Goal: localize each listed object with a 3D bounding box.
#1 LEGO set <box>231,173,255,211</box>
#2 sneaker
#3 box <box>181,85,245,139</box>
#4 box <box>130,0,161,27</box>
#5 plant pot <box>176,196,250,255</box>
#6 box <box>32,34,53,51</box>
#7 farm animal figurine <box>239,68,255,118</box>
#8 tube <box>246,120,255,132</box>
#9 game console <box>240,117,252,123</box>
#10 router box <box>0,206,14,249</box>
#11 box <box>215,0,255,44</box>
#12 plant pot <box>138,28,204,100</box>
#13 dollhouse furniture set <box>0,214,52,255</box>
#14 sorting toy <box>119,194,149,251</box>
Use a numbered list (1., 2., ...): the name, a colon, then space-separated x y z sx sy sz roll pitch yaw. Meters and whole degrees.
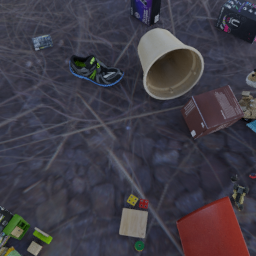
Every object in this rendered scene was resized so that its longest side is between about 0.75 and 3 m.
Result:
1. LEGO set: 4.416 1.804 8.165 2.749 0.779 1.785 9 67 18
2. sneaker: -1.224 -2.181 10.409 2.155 0.893 0.764 17 62 10
3. box: 2.700 -0.499 9.088 1.393 1.156 1.144 -18 75 -15
4. box: 0.746 -5.396 11.851 0.680 1.724 1.217 -39 67 -21
5. plant pot: 2.053 2.839 7.104 1.398 1.586 1.585 -14 59 5
6. box: -3.550 -3.558 11.644 0.768 0.196 0.605 -18 62 -10
7. farm animal figurine: 4.617 -0.384 9.000 2.522 1.330 2.550 29 90 34
8. tube: 4.762 -0.246 9.600 1.309 0.330 0.507 -25 39 -11
9. game console: 3.915 -0.602 9.918 1.039 0.125 0.613 24 61 13
10. router box: -3.736 2.908 6.999 0.625 1.507 2.011 25 62 13
11. box: 4.767 -4.536 11.702 1.782 1.089 0.945 33 66 19
12. plant pot: 1.289 -2.464 10.084 2.159 2.159 1.976 -14 49 -8
13. dollhouse furniture set: -2.879 3.264 7.186 1.063 0.814 1.622 25 62 14
14. sorting toy: 0.167 2.641 7.889 0.712 0.250 1.477 7 60 4
